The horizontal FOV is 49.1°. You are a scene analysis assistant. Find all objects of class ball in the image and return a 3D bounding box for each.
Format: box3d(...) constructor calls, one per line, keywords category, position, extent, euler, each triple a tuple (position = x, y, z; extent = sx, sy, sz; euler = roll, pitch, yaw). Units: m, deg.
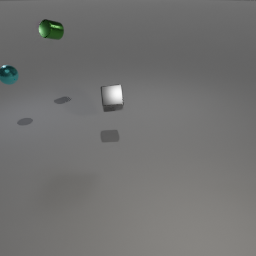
box3d(category="ball", position=(-4.351, -1.929, 10.187), extent=(0.700, 0.700, 0.700), euler=(0, 28, 0))

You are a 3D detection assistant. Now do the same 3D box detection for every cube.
box3d(category="cube", position=(-0.534, -0.996, 9.518), extent=(0.700, 0.700, 0.700), euler=(-6, -13, -3))

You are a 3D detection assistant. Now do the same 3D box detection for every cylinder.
box3d(category="cylinder", position=(-3.049, -3.916, 11.181), extent=(0.700, 0.700, 0.700), euler=(18, 18, 30))
